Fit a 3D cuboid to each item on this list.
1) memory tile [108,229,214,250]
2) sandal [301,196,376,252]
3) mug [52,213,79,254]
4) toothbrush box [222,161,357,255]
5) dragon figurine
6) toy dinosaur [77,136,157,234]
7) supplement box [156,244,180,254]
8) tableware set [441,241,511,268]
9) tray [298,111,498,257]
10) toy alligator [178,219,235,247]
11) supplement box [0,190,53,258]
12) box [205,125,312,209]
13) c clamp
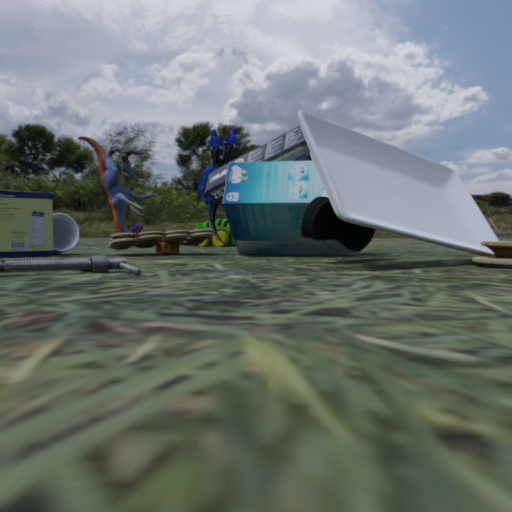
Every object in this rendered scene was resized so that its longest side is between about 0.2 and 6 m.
[{"bbox_3d":[-2.009,-0.331,11.760,2.104,0.177,1.612,-4,-6,-19],"label":"memory tile"},{"bbox_3d":[1.332,-0.600,9.054,0.539,0.846,2.250,28,10,35],"label":"sandal"},{"bbox_3d":[-4.498,-0.452,11.892,1.110,0.819,0.973,14,-18,-43],"label":"mug"},{"bbox_3d":[0.759,-0.910,11.102,2.513,1.072,1.840,0,-32,8],"label":"toothbrush box"},{"bbox_3d":[-0.970,-1.703,13.714,0.836,2.841,1.412,9,5,-2],"label":"dragon figurine"},{"bbox_3d":[-2.838,-1.344,11.761,2.011,1.825,1.056,22,15,22],"label":"toy dinosaur"},{"bbox_3d":[-1.874,-0.144,11.904,0.208,0.215,0.625,-1,-1,26],"label":"supplement box"},{"bbox_3d":[4.244,-0.150,8.088,2.850,0.571,1.884,-2,3,-38],"label":"tableware set"},{"bbox_3d":[2.143,-0.862,8.184,3.628,1.948,0.402,10,-43,-36],"label":"tray"},{"bbox_3d":[-1.641,-0.770,18.824,3.412,0.926,1.012,1,3,32],"label":"toy alligator"},{"bbox_3d":[-4.663,-0.602,10.752,1.256,1.255,0.843,-2,3,-42],"label":"supplement box"},{"bbox_3d":[0.640,-1.399,12.084,2.784,0.684,2.244,-22,-46,36],"label":"box"},{"bbox_3d":[-2.412,0.087,6.392,1.850,0.251,1.580,-1,2,-26],"label":"c clamp"}]
